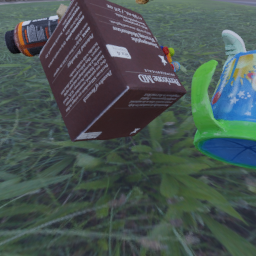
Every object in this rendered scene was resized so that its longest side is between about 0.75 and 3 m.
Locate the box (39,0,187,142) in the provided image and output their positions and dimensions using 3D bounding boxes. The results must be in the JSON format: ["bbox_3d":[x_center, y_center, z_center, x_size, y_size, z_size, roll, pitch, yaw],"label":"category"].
[{"bbox_3d":[-0.354,-1.058,5.436,1.713,1.695,2.064,-5,62,-48],"label":"box"}]

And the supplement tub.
[{"bbox_3d":[-2.649,-2.733,8.440,1.947,1.041,1.041,-7,29,7],"label":"supplement tub"}]

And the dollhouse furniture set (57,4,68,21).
[{"bbox_3d":[-1.079,-2.567,7.307,0.993,1.399,1.109,-35,49,-19],"label":"dollhouse furniture set"}]

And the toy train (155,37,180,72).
[{"bbox_3d":[1.226,-2.565,9.427,0.680,1.606,0.929,-12,10,43],"label":"toy train"}]

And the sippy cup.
[{"bbox_3d":[1.751,-0.258,3.870,1.468,1.869,1.370,8,72,27],"label":"sippy cup"}]

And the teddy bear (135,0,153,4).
[{"bbox_3d":[0.764,-3.908,8.020,1.233,0.412,0.894,-8,25,39],"label":"teddy bear"}]

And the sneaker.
[{"bbox_3d":[2.966,-2.091,8.055,0.794,1.346,0.495,-46,23,-11],"label":"sneaker"}]
